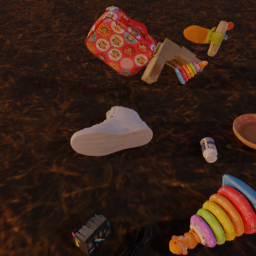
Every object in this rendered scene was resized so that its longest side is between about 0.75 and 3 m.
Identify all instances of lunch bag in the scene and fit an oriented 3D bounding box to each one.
[{"bbox_3d":[-0.183,-3.329,10.820,2.484,2.188,1.018,35,50,-22],"label":"lunch bag"}]

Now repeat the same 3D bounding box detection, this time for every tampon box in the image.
[{"bbox_3d":[-0.944,2.743,7.365,0.547,0.649,0.866,28,47,29],"label":"tampon box"}]

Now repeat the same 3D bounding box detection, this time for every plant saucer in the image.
[{"bbox_3d":[5.031,0.192,10.663,2.038,0.382,2.038,0,39,0],"label":"plant saucer"}]

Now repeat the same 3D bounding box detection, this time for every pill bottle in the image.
[{"bbox_3d":[2.859,0.786,9.857,0.483,0.483,0.869,1,39,2],"label":"pill bottle"}]

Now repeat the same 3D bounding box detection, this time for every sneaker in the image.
[{"bbox_3d":[-0.768,0.036,10.412,2.967,1.093,1.715,-6,37,-22],"label":"sneaker"}]

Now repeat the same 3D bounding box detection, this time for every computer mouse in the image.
[{"bbox_3d":[0.943,3.509,6.509,2.608,0.572,1.430,28,46,30],"label":"computer mouse"}]

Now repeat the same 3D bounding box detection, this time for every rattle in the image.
[{"bbox_3d":[2.968,-3.476,10.187,1.360,1.240,1.904,11,49,25],"label":"rattle"}]

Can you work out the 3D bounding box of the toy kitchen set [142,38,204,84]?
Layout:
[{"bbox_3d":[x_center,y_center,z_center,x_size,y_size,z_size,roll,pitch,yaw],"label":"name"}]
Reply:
[{"bbox_3d":[2.076,-2.822,14.109,2.369,2.137,1.933,27,-6,-17],"label":"toy kitchen set"}]

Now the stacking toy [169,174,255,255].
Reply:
[{"bbox_3d":[2.179,2.542,7.305,2.547,1.398,1.478,-27,39,-14],"label":"stacking toy"}]

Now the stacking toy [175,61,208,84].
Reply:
[{"bbox_3d":[2.515,-2.292,10.901,1.238,0.680,0.719,-26,15,12],"label":"stacking toy"}]
